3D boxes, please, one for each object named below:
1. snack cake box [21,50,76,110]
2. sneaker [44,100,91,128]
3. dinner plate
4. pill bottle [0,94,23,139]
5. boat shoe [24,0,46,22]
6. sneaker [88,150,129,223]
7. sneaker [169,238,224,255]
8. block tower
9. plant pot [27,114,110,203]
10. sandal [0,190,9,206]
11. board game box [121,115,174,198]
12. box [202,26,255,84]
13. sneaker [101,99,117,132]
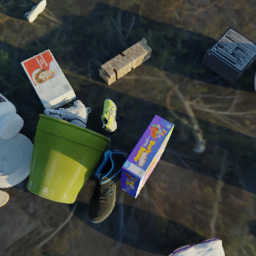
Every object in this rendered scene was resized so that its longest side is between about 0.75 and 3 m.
[{"bbox_3d":[-2.576,-1.538,9.086,1.026,0.600,1.785,-29,72,-8],"label":"snack cake box"},{"bbox_3d":[-1.860,-0.504,8.770,1.373,0.516,0.789,20,71,2],"label":"sneaker"},{"bbox_3d":[-3.671,0.910,8.415,1.731,0.210,1.731,0,71,1],"label":"dinner plate"},{"bbox_3d":[-4.128,-0.549,8.465,1.925,1.072,1.072,38,74,13],"label":"pill bottle"},{"bbox_3d":[-3.400,-4.347,10.248,0.313,0.369,1.014,32,78,7],"label":"boat shoe"},{"bbox_3d":[-0.674,1.514,7.497,0.750,0.839,2.047,18,85,38],"label":"sneaker"},{"bbox_3d":[1.796,3.410,7.283,1.541,0.577,0.767,-12,70,-5],"label":"sneaker"},{"bbox_3d":[-0.044,-2.226,9.390,1.889,0.510,0.546,-38,75,-12],"label":"block tower"},{"bbox_3d":[-1.773,0.897,7.619,2.038,2.038,1.962,19,82,7],"label":"plant pot"},{"bbox_3d":[-4.182,1.946,7.868,1.476,0.485,0.541,5,70,2],"label":"sandal"},{"bbox_3d":[0.433,0.840,7.248,0.506,2.259,1.519,30,69,11],"label":"board game box"},{"bbox_3d":[3.429,-2.398,9.289,1.307,0.805,1.296,40,75,13],"label":"box"},{"bbox_3d":[-0.608,-0.420,8.657,0.408,0.413,1.081,-26,63,38],"label":"sneaker"}]
